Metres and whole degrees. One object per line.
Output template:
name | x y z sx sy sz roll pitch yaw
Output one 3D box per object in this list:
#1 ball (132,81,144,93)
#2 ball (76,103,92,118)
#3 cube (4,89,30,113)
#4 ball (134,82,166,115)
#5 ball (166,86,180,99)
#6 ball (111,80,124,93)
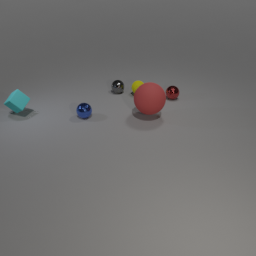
ball | 0.531 -2.096 14.456 0.700 0.700 0.700 0 31 0
ball | -1.956 -0.781 12.498 0.700 0.700 0.700 0 31 0
cube | -4.958 -1.189 12.523 0.700 0.700 0.700 -12 46 47
ball | 0.944 -1.278 12.184 1.400 1.400 1.400 0 31 0
ball | 2.251 -1.794 14.171 0.700 0.700 0.700 0 31 0
ball | -0.535 -2.192 14.799 0.700 0.700 0.700 0 31 0
